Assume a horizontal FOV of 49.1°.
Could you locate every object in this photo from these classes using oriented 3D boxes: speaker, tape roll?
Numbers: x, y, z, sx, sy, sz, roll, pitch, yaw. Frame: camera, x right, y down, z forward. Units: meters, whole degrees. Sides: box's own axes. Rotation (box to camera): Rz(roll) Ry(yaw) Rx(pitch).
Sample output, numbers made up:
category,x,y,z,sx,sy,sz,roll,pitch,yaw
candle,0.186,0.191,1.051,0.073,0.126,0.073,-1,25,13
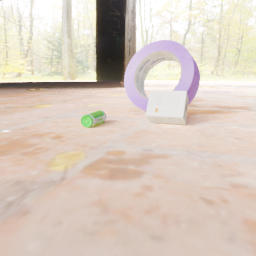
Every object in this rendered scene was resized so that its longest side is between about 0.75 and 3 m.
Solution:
category,x,y,z,sx,sy,sz,roll,pitch,yaw
speaker,-1.109,-0.302,9.149,0.473,0.473,1.068,5,13,21
tape roll,1.268,-1.879,10.686,2.778,2.778,0.911,7,-7,30

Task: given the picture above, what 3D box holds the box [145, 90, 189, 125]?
category,x,y,z,sx,sy,sz,roll,pitch,yaw
box,1.309,-0.681,9.253,1.240,0.944,0.659,4,-19,21
